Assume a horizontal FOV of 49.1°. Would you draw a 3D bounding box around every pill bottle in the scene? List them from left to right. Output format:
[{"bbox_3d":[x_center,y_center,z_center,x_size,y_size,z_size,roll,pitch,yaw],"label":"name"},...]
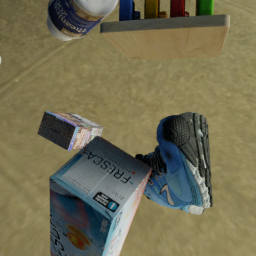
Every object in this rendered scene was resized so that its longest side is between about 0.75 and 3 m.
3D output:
[{"bbox_3d":[-1.437,-3.369,7.868,1.388,2.501,1.388,3,84,-32],"label":"pill bottle"}]

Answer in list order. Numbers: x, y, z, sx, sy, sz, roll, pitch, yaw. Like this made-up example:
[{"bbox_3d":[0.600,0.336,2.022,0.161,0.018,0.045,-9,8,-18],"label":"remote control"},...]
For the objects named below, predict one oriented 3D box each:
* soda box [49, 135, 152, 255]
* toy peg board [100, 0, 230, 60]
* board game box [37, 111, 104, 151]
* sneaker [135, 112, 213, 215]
[{"bbox_3d":[-0.520,1.470,4.103,0.877,2.758,0.943,29,44,16],"label":"soda box"},{"bbox_3d":[0.990,-2.614,6.862,2.626,2.637,1.290,2,91,14],"label":"toy peg board"},{"bbox_3d":[-1.238,0.053,6.188,0.878,1.101,0.533,25,100,24],"label":"board game box"},{"bbox_3d":[0.529,0.672,3.875,1.144,2.544,0.997,0,60,9],"label":"sneaker"}]
